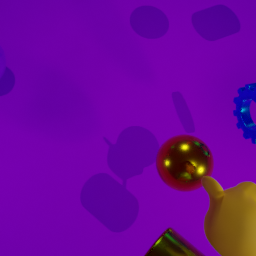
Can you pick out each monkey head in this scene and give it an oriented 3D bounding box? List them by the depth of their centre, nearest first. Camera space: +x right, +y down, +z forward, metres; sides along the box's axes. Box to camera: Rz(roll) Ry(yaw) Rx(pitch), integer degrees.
[{"bbox_3d":[1.350,1.244,3.757,0.921,1.100,1.529,-19,96,-26],"label":"monkey head"}]

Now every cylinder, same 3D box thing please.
[{"bbox_3d":[0.730,2.264,4.142,1.105,1.105,1.105,36,76,22],"label":"cylinder"}]

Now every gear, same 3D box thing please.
[{"bbox_3d":[2.589,-0.295,5.707,0.226,1.221,1.221,-11,74,-10],"label":"gear"}]

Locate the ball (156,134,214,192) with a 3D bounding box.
[{"bbox_3d":[1.138,0.702,5.660,1.152,1.152,1.152,0,74,0],"label":"ball"}]

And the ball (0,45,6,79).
[{"bbox_3d":[-2.736,-1.217,5.011,1.023,1.023,1.023,0,74,0],"label":"ball"}]
